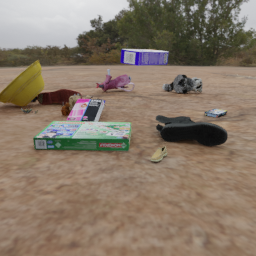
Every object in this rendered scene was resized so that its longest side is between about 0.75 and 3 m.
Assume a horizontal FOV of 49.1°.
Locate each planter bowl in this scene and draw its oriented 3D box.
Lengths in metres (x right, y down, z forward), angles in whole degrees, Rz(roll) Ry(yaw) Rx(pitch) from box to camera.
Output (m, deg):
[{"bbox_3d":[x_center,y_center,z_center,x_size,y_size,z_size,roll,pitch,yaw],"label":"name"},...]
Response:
[{"bbox_3d":[-5.027,-1.935,13.841,2.881,1.200,2.881,-38,17,14],"label":"planter bowl"}]

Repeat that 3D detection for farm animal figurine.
[{"bbox_3d":[-1.910,-1.057,12.194,1.848,0.929,1.492,4,16,14],"label":"farm animal figurine"}]

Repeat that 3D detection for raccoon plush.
[{"bbox_3d":[3.730,-2.920,18.568,1.704,1.230,2.543,-1,13,-34],"label":"raccoon plush"}]

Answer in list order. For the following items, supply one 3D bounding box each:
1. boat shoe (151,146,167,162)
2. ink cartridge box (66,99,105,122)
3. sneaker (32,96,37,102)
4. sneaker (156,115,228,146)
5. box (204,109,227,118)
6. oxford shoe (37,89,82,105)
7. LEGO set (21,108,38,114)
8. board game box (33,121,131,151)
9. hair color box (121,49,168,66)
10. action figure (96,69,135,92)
[{"bbox_3d":[0.804,0.660,7.318,0.270,0.286,0.752,8,18,26],"label":"boat shoe"},{"bbox_3d":[-1.570,-0.699,10.909,1.047,0.410,2.211,2,31,6],"label":"ink cartridge box"},{"bbox_3d":[-5.285,-1.589,15.072,0.564,0.389,1.014,-3,7,20],"label":"sneaker"},{"bbox_3d":[1.923,-0.009,8.884,2.369,0.711,1.236,2,20,20],"label":"sneaker"},{"bbox_3d":[3.820,-0.650,12.154,0.619,0.171,0.907,15,21,42],"label":"box"},{"bbox_3d":[-3.463,-1.660,14.567,2.333,0.822,0.872,2,13,5],"label":"oxford shoe"},{"bbox_3d":[-4.409,-0.723,12.498,0.767,0.217,0.498,20,24,19],"label":"LEGO set"},{"bbox_3d":[-1.274,0.205,8.720,2.709,0.394,1.823,1,15,3],"label":"board game box"},{"bbox_3d":[0.629,-2.600,10.268,0.904,0.536,1.654,21,23,39],"label":"hair color box"},{"bbox_3d":[-1.042,-2.822,18.701,2.412,1.616,1.796,-16,59,-25],"label":"action figure"}]
